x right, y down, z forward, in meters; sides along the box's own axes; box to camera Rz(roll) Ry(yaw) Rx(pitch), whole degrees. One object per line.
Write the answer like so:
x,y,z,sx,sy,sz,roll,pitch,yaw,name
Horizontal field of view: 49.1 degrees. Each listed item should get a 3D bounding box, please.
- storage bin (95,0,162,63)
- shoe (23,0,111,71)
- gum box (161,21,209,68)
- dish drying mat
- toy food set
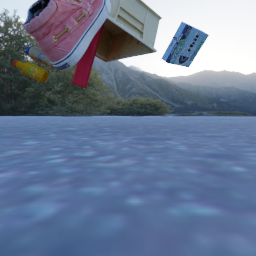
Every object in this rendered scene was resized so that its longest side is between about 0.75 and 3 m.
-0.780,-3.558,9.566,2.747,1.297,2.767,21,-10,-41,storage bin
-1.099,-2.251,5.393,0.825,2.309,1.050,-7,-41,34,shoe
1.867,-2.635,9.051,0.332,1.266,1.490,44,30,27,gum box
-1.426,-2.687,10.117,0.221,2.426,0.932,12,10,-40,dish drying mat
-2.830,-3.009,9.187,1.216,2.702,1.290,25,30,8,toy food set
